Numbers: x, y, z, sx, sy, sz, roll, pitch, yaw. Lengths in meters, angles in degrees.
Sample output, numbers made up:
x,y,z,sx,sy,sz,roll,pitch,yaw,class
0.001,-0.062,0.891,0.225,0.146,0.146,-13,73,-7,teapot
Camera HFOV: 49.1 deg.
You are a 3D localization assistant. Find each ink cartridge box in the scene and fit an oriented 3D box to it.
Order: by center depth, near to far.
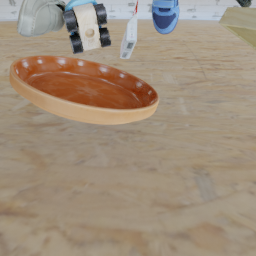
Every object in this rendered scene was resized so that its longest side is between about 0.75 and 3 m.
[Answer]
x,y,z,sx,sy,sz,roll,pitch,yaw,class
0.029,-3.314,9.434,0.447,1.566,1.272,1,-12,-10,ink cartridge box

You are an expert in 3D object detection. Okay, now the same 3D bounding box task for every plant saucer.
x,y,z,sx,sy,sz,roll,pitch,yaw,class
-0.776,-0.757,5.328,2.748,0.444,2.748,13,25,-6,plant saucer

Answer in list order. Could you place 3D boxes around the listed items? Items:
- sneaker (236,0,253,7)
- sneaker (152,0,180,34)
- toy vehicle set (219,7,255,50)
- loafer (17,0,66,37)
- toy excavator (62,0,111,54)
x,y,z,sx,sy,sz,roll,pitch,yaw,class
3.307,-3.800,8.153,1.006,0.385,0.576,-2,51,-52,sneaker
0.896,-3.242,6.645,0.715,1.934,0.795,9,19,15,sneaker
2.330,-1.158,3.872,1.348,0.288,2.169,25,17,-22,toy vehicle set
-2.002,-2.784,6.871,0.914,0.915,2.618,19,34,-12,loafer
-1.233,-2.845,7.781,1.035,2.014,2.072,-17,54,-8,toy excavator
